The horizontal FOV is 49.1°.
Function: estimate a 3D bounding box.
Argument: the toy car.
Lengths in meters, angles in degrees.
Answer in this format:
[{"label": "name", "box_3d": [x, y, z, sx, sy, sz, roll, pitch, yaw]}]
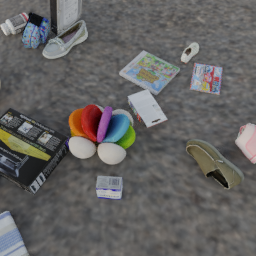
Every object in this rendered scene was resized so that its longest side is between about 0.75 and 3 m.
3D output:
[{"label": "toy car", "box_3d": [-0.817, -0.031, 8.682, 2.120, 1.590, 1.855, 11, 55, 7]}]

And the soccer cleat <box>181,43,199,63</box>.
[{"label": "soccer cleat", "box_3d": [2.597, -3.186, 11.528, 0.450, 0.504, 1.299, 28, 59, 18]}]

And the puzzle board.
[{"label": "puzzle board", "box_3d": [3.066, -1.955, 10.907, 1.114, 0.129, 1.478, 13, 56, 8]}]

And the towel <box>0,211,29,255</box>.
[{"label": "towel", "box_3d": [-3.405, 3.408, 7.120, 1.629, 0.264, 2.218, -28, 62, -21]}]

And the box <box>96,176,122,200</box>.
[{"label": "box", "box_3d": [-0.521, 1.708, 7.982, 0.694, 0.754, 0.396, 3, 55, 2]}]

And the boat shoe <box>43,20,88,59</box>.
[{"label": "boat shoe", "box_3d": [-2.640, -3.712, 11.746, 2.282, 0.732, 0.841, -39, 64, -23]}]

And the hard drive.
[{"label": "hard drive", "box_3d": [-2.544, -5.196, 11.663, 0.445, 2.352, 1.643, 35, 60, 7]}]

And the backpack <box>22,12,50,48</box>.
[{"label": "backpack", "box_3d": [-3.876, -3.924, 11.684, 0.864, 1.173, 1.285, 18, 69, -9]}]

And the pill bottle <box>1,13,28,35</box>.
[{"label": "pill bottle", "box_3d": [-4.950, -4.563, 12.385, 1.193, 0.660, 0.660, -34, 62, -21]}]

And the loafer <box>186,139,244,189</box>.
[{"label": "loafer", "box_3d": [2.506, 1.078, 8.430, 1.961, 0.737, 0.683, 38, 59, 23]}]

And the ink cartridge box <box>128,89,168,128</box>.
[{"label": "ink cartridge box", "box_3d": [0.666, -0.621, 9.834, 0.821, 0.380, 1.508, -21, 59, -14]}]

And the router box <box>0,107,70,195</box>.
[{"label": "router box", "box_3d": [-3.349, 0.645, 8.781, 2.464, 0.644, 1.937, 25, 59, 17]}]

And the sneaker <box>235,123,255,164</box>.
[{"label": "sneaker", "box_3d": [4.376, 0.098, 9.051, 2.164, 0.815, 1.131, -36, 68, -18]}]

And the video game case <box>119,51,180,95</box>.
[{"label": "video game case", "box_3d": [0.855, -2.226, 11.046, 1.795, 0.198, 1.634, 32, 62, 20]}]
